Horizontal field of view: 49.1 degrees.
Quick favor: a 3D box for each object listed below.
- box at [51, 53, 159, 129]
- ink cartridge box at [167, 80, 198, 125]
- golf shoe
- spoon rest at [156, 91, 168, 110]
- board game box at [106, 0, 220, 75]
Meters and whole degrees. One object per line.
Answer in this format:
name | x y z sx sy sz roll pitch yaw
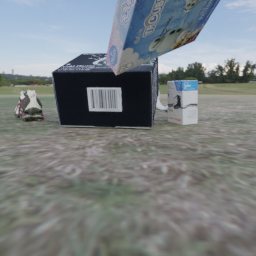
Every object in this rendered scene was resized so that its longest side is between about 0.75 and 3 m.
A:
box | -0.518 -1.388 9.378 2.964 1.837 2.914 1 24 9
ink cartridge box | 1.850 -0.885 9.602 0.610 1.457 1.057 -6 10 -21
golf shoe | -3.894 -0.920 11.105 0.995 1.135 2.577 -6 9 -31
spoon rest | 2.334 -1.200 14.643 1.464 0.893 2.946 -7 24 -35
board game box | 0.691 -1.935 4.691 2.022 0.441 2.032 -27 -14 -20
